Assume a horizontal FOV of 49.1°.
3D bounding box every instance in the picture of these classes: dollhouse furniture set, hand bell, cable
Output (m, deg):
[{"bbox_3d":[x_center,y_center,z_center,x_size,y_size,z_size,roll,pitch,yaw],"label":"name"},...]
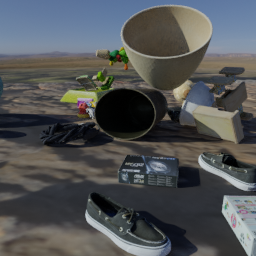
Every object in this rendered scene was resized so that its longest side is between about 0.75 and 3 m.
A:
[{"bbox_3d":[-1.080,-1.611,9.189,1.010,0.662,0.507,-2,52,32],"label":"dollhouse furniture set"},{"bbox_3d":[3.622,-0.697,9.662,2.318,2.032,1.540,-39,32,-25],"label":"dollhouse furniture set"},{"bbox_3d":[2.996,-1.809,14.427,1.288,1.288,2.474,2,11,9],"label":"hand bell"},{"bbox_3d":[-2.072,0.101,9.344,1.706,0.531,2.091,9,19,31],"label":"cable"}]

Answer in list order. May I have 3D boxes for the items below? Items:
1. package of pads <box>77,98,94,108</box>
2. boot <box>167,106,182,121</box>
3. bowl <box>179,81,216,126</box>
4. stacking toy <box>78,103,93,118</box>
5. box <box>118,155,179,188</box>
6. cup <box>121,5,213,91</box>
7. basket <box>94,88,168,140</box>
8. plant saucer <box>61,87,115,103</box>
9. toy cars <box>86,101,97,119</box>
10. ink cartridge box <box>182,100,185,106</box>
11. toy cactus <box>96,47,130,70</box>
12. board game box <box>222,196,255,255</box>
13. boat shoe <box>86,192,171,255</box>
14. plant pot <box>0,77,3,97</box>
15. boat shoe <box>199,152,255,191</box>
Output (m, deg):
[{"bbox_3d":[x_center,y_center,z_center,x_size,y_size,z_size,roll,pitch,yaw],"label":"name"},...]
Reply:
[{"bbox_3d":[-2.153,-1.259,14.278,0.850,0.512,0.322,4,15,11],"label":"package of pads"},{"bbox_3d":[2.675,-0.599,11.787,1.725,0.566,1.422,-5,19,-15],"label":"boot"},{"bbox_3d":[2.769,-0.782,10.599,0.828,1.843,1.843,27,27,27],"label":"bowl"},{"bbox_3d":[-1.526,-0.901,12.819,1.295,0.604,1.430,3,16,12],"label":"stacking toy"},{"bbox_3d":[0.514,0.985,6.588,1.327,0.289,1.063,3,16,11],"label":"box"},{"bbox_3d":[1.353,-2.586,9.879,2.948,2.109,2.948,-4,53,6],"label":"cup"},{"bbox_3d":[0.407,-0.661,10.128,2.243,1.692,2.488,-1,10,28],"label":"basket"},{"bbox_3d":[-2.079,-1.978,16.588,2.774,0.665,2.778,9,17,29],"label":"plant saucer"},{"bbox_3d":[-1.484,-0.870,12.410,0.623,0.308,1.390,25,29,-9],"label":"toy cars"},{"bbox_3d":[3.053,-0.966,13.126,0.785,0.358,0.953,-1,30,-6],"label":"ink cartridge box"},{"bbox_3d":[-0.566,-2.726,10.826,1.339,0.830,1.623,4,12,-16],"label":"toy cactus"},{"bbox_3d":[2.142,1.524,4.498,0.858,0.374,1.163,0,17,-1],"label":"board game box"},{"bbox_3d":[-0.078,1.484,4.434,1.666,0.472,0.572,12,20,38],"label":"boat shoe"},{"bbox_3d":[-6.636,-1.272,11.195,2.778,2.778,1.871,-2,49,-8],"label":"plant pot"},{"bbox_3d":[2.343,0.863,6.595,0.626,0.517,1.825,-6,17,-22],"label":"boat shoe"}]
